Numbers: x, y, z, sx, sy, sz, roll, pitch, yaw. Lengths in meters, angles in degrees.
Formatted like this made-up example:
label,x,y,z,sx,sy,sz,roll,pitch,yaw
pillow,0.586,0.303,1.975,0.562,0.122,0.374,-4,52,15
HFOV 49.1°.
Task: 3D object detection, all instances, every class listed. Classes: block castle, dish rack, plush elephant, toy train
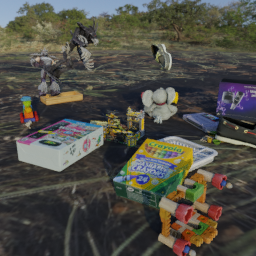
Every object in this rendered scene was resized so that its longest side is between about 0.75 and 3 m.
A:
label,x,y,z,sx,sy,sz,roll,pitch,yaw
block castle,1.218,1.465,4.920,0.706,1.005,1.504,18,27,38
dish rack,1.399,0.754,7.838,1.512,0.383,1.761,-16,25,-35
plush elephant,1.323,-1.067,11.513,1.418,1.333,1.722,3,20,9
toy train,-3.907,-0.656,10.986,0.671,0.917,1.585,-8,21,-20

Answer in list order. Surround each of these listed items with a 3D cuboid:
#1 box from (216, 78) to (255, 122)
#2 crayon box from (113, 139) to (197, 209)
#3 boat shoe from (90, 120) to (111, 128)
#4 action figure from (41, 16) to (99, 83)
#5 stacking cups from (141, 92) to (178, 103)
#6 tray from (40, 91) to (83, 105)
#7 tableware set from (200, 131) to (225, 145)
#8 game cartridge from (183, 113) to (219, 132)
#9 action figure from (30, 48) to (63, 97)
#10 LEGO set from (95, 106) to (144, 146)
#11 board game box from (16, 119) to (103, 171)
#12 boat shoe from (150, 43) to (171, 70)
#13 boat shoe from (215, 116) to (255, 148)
label,x,y,z,sx,sy,sz,roll,pitch,yaw
box,4.819,-1.129,11.432,2.141,1.511,0.844,10,25,27
crayon box,0.705,0.902,6.521,1.236,0.507,1.966,11,36,29
boat shoe,-0.926,-0.106,10.481,1.016,0.320,0.371,5,7,-5
action figure,-1.512,-2.296,8.568,1.128,2.210,1.313,45,2,10
stacking cups,1.561,-1.596,14.222,1.854,0.561,0.561,7,21,23
tray,-3.397,-1.542,14.344,1.915,0.355,0.944,-13,24,-31
tableware set,2.976,0.283,9.478,0.736,0.168,1.093,16,24,36
game cartridge,2.996,-0.261,10.862,1.062,0.314,1.638,-11,22,-17
action figure,-2.661,-1.878,9.263,1.086,1.669,0.579,-4,-9,-31
LEGO set,-0.258,-0.173,9.427,1.817,1.053,1.397,13,23,32
board game box,-1.935,0.424,8.349,1.553,0.677,2.106,10,22,25
boat shoe,1.495,-3.277,12.840,0.588,0.702,1.966,4,41,-16
boat shoe,4.091,0.199,8.766,2.570,0.805,0.940,14,18,24
